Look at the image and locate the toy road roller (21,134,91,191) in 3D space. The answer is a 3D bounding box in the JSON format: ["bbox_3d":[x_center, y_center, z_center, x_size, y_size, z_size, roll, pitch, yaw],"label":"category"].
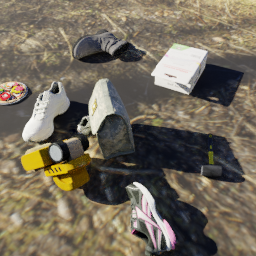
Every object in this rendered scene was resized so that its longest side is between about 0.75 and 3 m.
[{"bbox_3d":[-2.138,1.189,8.886,2.143,1.564,1.317,-15,4,32],"label":"toy road roller"}]

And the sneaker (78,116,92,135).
[{"bbox_3d":[-1.460,-0.272,10.853,0.493,0.589,1.330,20,47,21],"label":"sneaker"}]

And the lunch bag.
[{"bbox_3d":[-0.628,-0.345,9.639,1.320,2.245,1.842,-14,47,0],"label":"lunch bag"}]

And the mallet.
[{"bbox_3d":[2.815,0.911,9.866,0.677,0.423,2.056,0,40,5],"label":"mallet"}]

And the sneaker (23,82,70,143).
[{"bbox_3d":[-3.237,-0.670,10.766,1.086,1.269,2.914,10,47,9],"label":"sneaker"}]

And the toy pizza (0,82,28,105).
[{"bbox_3d":[-5.297,-1.616,12.410,1.610,0.255,1.610,0,45,0],"label":"toy pizza"}]

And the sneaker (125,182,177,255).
[{"bbox_3d":[0.400,2.521,7.862,0.956,0.889,2.214,-22,48,-19],"label":"sneaker"}]

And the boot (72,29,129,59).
[{"bbox_3d":[-1.365,-4.168,14.519,1.861,0.986,2.827,35,59,23],"label":"boot"}]

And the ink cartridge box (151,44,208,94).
[{"bbox_3d":[2.360,-2.618,12.877,1.744,1.002,2.977,21,49,19],"label":"ink cartridge box"}]
